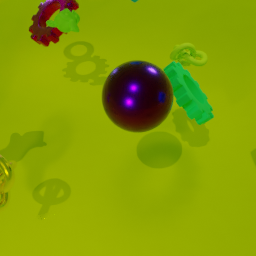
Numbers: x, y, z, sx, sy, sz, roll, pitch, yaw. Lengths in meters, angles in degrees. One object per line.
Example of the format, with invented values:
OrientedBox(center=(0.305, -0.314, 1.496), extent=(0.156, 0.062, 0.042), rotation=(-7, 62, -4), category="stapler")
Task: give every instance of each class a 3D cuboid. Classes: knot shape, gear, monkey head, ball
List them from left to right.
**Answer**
OrientedBox(center=(-2.482, 0.977, 5.403), extent=(0.538, 1.165, 1.090), rotation=(12, 11, -21), category="knot shape")
OrientedBox(center=(-2.370, -3.483, 8.858), extent=(1.849, 0.342, 1.849), rotation=(-14, 63, 30), category="gear")
OrientedBox(center=(-1.675, -2.873, 7.812), extent=(1.067, 0.643, 0.767), rotation=(-7, 71, -44), category="monkey head")
OrientedBox(center=(0.175, -0.579, 5.216), extent=(1.334, 1.334, 1.334), rotation=(0, 45, 0), category="ball")
OrientedBox(center=(1.507, -0.875, 6.937), extent=(0.311, 1.679, 1.679), rotation=(-35, 37, 28), category="gear")
OrientedBox(center=(1.756, -2.052, 7.998), extent=(1.046, 0.516, 1.117), rotation=(17, 6, 9), category="knot shape")

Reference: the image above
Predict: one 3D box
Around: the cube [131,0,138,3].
OrientedBox(center=(0.155, -3.634, 6.667), extent=(0.758, 0.758, 0.758), rotation=(-3, 74, -57), category="cube")
